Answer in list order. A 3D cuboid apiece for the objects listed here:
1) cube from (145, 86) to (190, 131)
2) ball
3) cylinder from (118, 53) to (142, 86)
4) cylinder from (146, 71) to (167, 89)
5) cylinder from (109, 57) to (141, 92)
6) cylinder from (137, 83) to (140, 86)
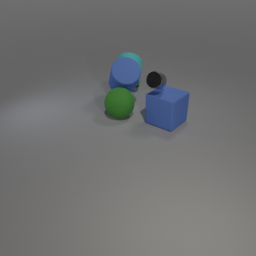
[{"bbox_3d":[1.727,-0.912,12.420,1.400,1.400,1.400,22,37,33],"label":"cube"},{"bbox_3d":[-0.389,-1.160,12.888,1.400,1.400,1.400,0,30,0],"label":"ball"},{"bbox_3d":[0.019,-3.166,15.410,1.400,1.400,1.400,5,68,8],"label":"cylinder"},{"bbox_3d":[1.195,-1.996,11.730,0.700,0.700,0.700,13,11,22],"label":"cylinder"},{"bbox_3d":[-0.185,-2.490,13.601,1.400,1.400,1.400,-6,-14,-10],"label":"cylinder"},{"bbox_3d":[0.326,-2.818,16.404,0.700,0.700,0.700,3,30,5],"label":"cylinder"}]
